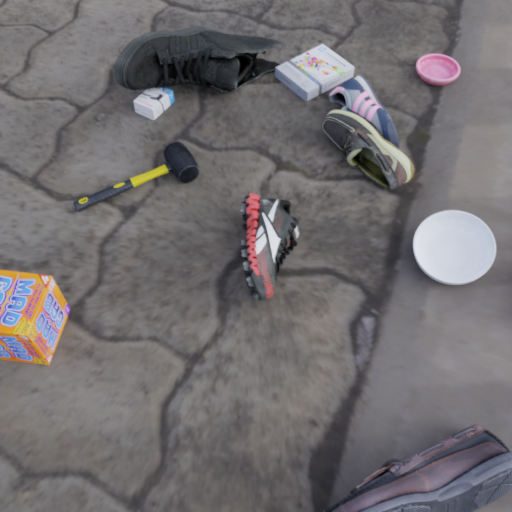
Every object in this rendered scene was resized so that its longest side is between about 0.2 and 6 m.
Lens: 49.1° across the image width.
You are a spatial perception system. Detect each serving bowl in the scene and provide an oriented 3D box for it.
[{"bbox_3d":[3.646,-0.103,10.424,1.449,0.477,1.449,-4,68,9],"label":"serving bowl"}]

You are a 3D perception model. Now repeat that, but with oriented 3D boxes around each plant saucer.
[{"bbox_3d":[4.440,-4.536,13.743,1.057,0.268,1.057,-1,55,1],"label":"plant saucer"}]

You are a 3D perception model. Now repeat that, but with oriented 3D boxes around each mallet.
[{"bbox_3d":[-2.527,-1.639,11.633,2.636,0.542,0.868,-19,58,-8],"label":"mallet"}]

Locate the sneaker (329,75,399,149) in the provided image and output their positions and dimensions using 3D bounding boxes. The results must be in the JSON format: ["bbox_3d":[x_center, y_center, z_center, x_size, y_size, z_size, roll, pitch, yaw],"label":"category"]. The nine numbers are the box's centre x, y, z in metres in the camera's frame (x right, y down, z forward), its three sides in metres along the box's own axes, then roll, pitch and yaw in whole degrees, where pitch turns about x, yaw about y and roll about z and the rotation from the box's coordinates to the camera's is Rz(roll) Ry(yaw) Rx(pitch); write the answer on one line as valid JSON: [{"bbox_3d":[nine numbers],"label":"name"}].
[{"bbox_3d":[2.399,-3.055,12.520,0.932,0.797,2.272,-24,54,3],"label":"sneaker"}]

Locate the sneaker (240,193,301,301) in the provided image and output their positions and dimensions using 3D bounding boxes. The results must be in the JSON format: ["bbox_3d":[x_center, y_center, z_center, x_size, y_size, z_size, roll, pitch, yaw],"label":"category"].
[{"bbox_3d":[0.293,-0.219,10.378,1.138,0.823,2.329,-2,54,1],"label":"sneaker"}]

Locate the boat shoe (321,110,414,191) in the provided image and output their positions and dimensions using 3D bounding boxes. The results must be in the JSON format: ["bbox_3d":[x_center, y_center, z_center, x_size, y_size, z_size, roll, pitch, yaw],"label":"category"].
[{"bbox_3d":[2.207,-2.232,11.789,0.773,0.840,2.351,-37,67,-28],"label":"boat shoe"}]

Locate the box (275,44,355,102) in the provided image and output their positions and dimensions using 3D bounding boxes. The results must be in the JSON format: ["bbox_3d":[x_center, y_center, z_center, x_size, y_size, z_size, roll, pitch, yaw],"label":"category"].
[{"bbox_3d":[1.430,-4.489,13.685,1.545,0.318,1.204,-31,61,-21],"label":"box"}]

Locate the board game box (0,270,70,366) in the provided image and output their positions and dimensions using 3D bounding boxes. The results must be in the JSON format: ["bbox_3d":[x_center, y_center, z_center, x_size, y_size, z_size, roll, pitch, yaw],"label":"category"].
[{"bbox_3d":[-3.952,1.027,9.334,1.115,1.115,1.116,6,55,4],"label":"board game box"}]

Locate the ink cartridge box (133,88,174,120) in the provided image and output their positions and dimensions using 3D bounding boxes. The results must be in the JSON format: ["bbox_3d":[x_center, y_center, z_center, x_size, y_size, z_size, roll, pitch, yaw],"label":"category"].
[{"bbox_3d":[-2.379,-3.599,13.044,0.574,0.331,0.791,27,59,18],"label":"ink cartridge box"}]

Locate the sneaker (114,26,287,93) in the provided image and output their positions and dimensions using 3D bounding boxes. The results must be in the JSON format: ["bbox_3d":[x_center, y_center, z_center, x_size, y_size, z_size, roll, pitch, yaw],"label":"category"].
[{"bbox_3d":[-1.197,-4.478,12.998,2.010,1.157,3.854,33,47,23],"label":"sneaker"}]

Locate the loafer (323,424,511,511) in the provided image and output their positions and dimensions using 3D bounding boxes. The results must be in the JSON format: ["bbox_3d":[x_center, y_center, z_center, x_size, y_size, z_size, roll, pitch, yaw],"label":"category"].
[{"bbox_3d":[2.263,3.265,7.963,3.118,1.121,0.982,-12,36,-15],"label":"loafer"}]
